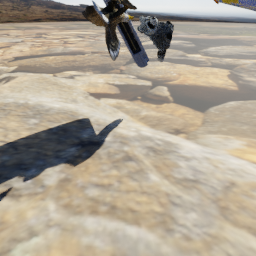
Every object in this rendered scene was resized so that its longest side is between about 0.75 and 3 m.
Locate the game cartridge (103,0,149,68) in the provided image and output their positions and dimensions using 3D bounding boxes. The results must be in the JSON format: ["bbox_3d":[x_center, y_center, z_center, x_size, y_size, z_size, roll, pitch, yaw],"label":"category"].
[{"bbox_3d":[-0.173,-3.352,8.833,0.551,2.722,1.815,-25,31,11],"label":"game cartridge"}]

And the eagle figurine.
[{"bbox_3d":[-0.430,-2.480,6.572,1.254,1.662,1.261,19,59,-22],"label":"eagle figurine"}]

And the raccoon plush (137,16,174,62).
[{"bbox_3d":[0.783,-2.820,9.053,1.124,1.677,0.811,9,45,-3],"label":"raccoon plush"}]

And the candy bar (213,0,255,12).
[{"bbox_3d":[2.475,-2.250,5.118,0.655,0.291,2.627,7,24,-42],"label":"candy bar"}]
